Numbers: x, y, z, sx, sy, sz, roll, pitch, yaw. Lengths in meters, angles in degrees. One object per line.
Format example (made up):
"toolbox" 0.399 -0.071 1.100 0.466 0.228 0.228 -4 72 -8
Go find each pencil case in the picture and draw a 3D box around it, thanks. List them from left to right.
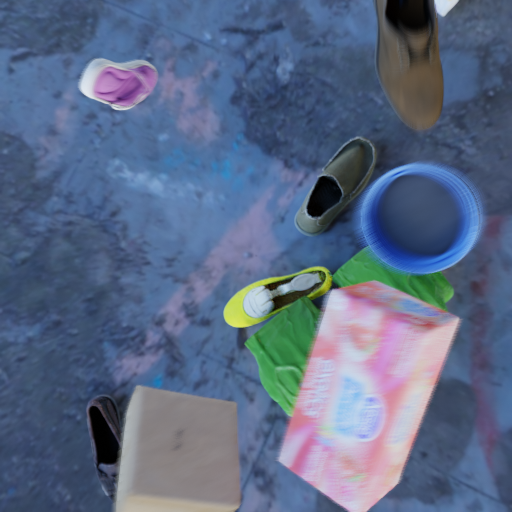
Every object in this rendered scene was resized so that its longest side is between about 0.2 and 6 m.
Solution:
"pencil case" 3.587 -5.998 12.001 1.883 0.854 0.783 39 85 7

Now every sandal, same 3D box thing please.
"sandal" -1.925 -2.488 8.363 0.467 1.900 0.773 34 114 7

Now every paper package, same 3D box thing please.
"paper package" -1.138 2.999 8.346 1.669 0.906 1.751 13 39 -15

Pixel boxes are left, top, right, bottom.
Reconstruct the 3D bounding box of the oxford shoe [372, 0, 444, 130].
"oxford shoe" 2.535 -3.417 9.316 1.101 1.279 3.029 -16 120 12

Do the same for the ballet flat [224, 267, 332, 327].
"ballet flat" 0.419 0.734 10.875 2.273 0.762 0.759 -21 81 -3

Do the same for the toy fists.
"toy fists" 1.810 1.385 10.505 3.944 1.356 2.011 -36 75 -4

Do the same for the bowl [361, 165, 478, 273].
"bowl" 2.153 -0.498 7.418 1.476 0.290 1.476 9 114 22

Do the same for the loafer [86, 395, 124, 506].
"loafer" -2.724 3.696 10.390 0.793 0.695 2.206 -19 81 -3

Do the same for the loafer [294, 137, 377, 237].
"loafer" 1.670 -1.433 11.213 0.896 0.830 2.382 33 82 5

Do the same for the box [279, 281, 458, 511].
"box" 1.567 1.927 7.925 1.437 1.325 2.800 26 108 33
